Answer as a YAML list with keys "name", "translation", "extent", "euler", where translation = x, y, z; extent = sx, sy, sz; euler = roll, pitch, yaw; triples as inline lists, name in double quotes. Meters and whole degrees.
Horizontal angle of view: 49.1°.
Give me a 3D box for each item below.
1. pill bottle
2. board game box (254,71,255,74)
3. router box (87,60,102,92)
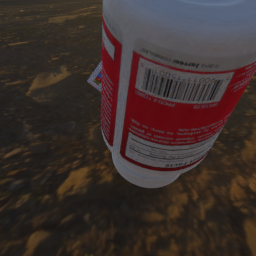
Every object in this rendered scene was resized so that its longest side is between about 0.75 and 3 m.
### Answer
- name: "pill bottle"
  translation: [0.412, -0.375, 3.097]
  extent: [1.427, 2.541, 1.427]
  euler: [3, 52, -4]
- name: "board game box"
  translation: [3.785, -2.669, 7.255]
  extent: [0.282, 2.897, 1.492]
  euler: [33, 21, -32]
- name: "router box"
  translation: [0.796, -1.035, 5.462]
  extent: [2.390, 2.145, 0.584]
  euler: [39, 12, 0]
